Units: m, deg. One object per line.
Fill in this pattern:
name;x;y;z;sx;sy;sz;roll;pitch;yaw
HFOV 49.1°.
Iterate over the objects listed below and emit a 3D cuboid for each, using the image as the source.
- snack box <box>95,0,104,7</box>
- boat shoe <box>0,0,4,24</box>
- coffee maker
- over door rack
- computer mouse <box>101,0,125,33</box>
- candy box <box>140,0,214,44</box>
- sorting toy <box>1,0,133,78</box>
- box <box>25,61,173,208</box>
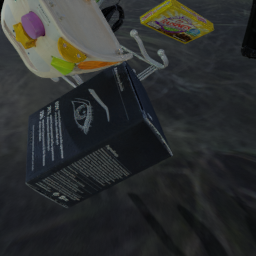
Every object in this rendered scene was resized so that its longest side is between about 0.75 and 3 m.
snack box;-1.222;-3.809;7.370;0.676;2.551;1.814;49;33;7
boat shoe;-2.746;-2.604;5.999;1.965;0.674;0.556;-4;43;35
coffee maker;4.150;-3.169;7.141;1.939;2.879;2.766;13;16;22
over door rack;-0.700;-1.684;7.054;2.067;0.932;2.798;-37;44;-21
computer mouse;-0.019;-2.067;4.152;0.289;0.499;1.701;6;68;47
candy box;1.331;-2.740;7.350;1.943;0.257;0.993;4;-16;-44
sorting toy;-1.212;-1.431;4.017;1.755;1.950;1.042;-11;27;49
box;-0.510;0.099;4.429;1.962;1.023;1.452;-27;46;12
